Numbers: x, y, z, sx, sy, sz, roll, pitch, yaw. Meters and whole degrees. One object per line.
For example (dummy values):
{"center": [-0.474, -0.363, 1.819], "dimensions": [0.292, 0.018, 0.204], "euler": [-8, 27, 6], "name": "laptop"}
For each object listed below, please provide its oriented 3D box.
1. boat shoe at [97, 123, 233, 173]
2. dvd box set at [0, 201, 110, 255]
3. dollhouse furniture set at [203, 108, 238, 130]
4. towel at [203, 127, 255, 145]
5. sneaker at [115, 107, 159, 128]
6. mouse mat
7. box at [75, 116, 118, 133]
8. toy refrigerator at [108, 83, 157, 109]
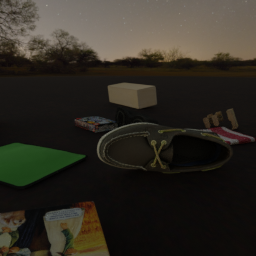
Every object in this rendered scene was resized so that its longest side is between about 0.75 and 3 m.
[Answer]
{"center": [0.767, 0.419, 5.608], "dimensions": [2.707, 0.968, 0.809], "euler": [0, 7, -15], "name": "boat shoe"}
{"center": [-0.964, 1.436, 2.631], "dimensions": [1.645, 0.330, 2.248], "euler": [-4, 14, -13], "name": "dvd box set"}
{"center": [3.175, -0.204, 9.588], "dimensions": [0.965, 0.641, 0.846], "euler": [-18, 3, 30], "name": "dollhouse furniture set"}
{"center": [2.483, 0.245, 8.039], "dimensions": [1.863, 0.212, 1.342], "euler": [-5, 15, -21], "name": "towel"}
{"center": [0.251, -0.227, 9.341], "dimensions": [0.845, 0.707, 1.862], "euler": [0, 18, -39], "name": "sneaker"}
{"center": [-2.447, 0.728, 6.255], "dimensions": [2.538, 0.096, 2.042], "euler": [6, 14, 28], "name": "mouse mat"}
{"center": [-1.095, -0.146, 9.566], "dimensions": [0.916, 0.267, 1.339], "euler": [-11, 17, -38], "name": "box"}
{"center": [0.156, -1.703, 14.667], "dimensions": [1.130, 1.042, 2.977], "euler": [-16, 19, -29], "name": "toy refrigerator"}
